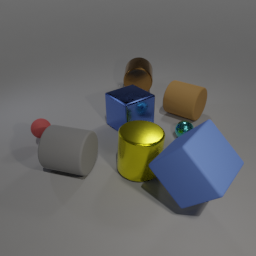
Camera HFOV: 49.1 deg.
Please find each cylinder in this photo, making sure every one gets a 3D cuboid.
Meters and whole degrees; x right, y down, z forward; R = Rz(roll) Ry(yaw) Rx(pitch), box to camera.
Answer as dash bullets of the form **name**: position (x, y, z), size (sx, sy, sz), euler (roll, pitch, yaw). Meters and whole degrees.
- **cylinder**: position (2.393, -1.169, 11.743), size (1.400, 1.400, 1.400), euler (21, 37, 30)
- **cylinder**: position (0.519, -2.596, 13.919), size (1.400, 1.400, 1.400), euler (2, 36, 3)
- **cylinder**: position (-1.828, 0.679, 8.737), size (1.400, 1.400, 1.400), euler (9, 33, 14)
- **cylinder**: position (0.379, 0.689, 8.676), size (1.400, 1.400, 1.400), euler (2, 32, -1)

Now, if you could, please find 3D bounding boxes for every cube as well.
- **cube**: position (1.677, 0.901, 6.949), size (1.400, 1.400, 1.400), euler (-37, 89, -40)
- **cube**: position (0.076, -0.708, 10.998), size (1.400, 1.400, 1.400), euler (-22, 37, -31)

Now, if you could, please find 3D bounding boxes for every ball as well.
- **ball**: position (-3.041, 0.013, 9.810), size (0.700, 0.700, 0.700), euler (0, 32, 0)
- **ball**: position (2.094, 0.073, 10.371), size (0.700, 0.700, 0.700), euler (0, 32, 0)
